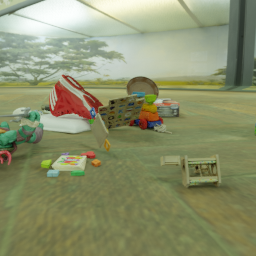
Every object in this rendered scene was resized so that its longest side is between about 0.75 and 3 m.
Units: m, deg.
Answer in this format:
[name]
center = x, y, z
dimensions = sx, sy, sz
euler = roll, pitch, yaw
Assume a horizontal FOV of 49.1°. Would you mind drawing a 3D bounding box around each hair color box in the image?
[hair color box]
center = 1.766, -1.076, 14.480
dimensions = 1.292, 0.745, 2.329
euler = 0, 12, -4

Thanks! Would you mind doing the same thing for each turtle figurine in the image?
[turtle figurine]
center = -3.205, 0.081, 6.798
dimensions = 2.200, 1.480, 2.939
euler = 13, -4, 1

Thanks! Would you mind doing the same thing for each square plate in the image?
[square plate]
center = -2.372, -0.346, 11.631
dimensions = 2.927, 0.420, 2.955
euler = 7, 13, 30

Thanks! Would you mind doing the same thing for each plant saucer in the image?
[plant saucer]
center = 0.688, -1.779, 13.679
dimensions = 1.632, 1.632, 0.299
euler = -3, -24, -14

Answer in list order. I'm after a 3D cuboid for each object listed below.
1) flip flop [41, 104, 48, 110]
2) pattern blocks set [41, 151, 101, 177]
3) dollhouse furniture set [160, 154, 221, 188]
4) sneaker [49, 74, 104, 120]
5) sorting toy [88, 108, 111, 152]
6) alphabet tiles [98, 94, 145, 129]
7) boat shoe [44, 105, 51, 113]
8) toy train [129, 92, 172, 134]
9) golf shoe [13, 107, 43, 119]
[flip flop]
center = -4.049, -1.318, 16.026
dimensions = 2.103, 0.605, 0.853
euler = 5, 12, 23
[pattern blocks set]
center = -1.324, 0.802, 6.530
dimensions = 1.348, 0.124, 1.534
euler = -3, 12, -12
[dollhouse furniture set]
center = 1.143, 0.893, 5.557
dimensions = 1.057, 0.587, 0.934
euler = -1, -13, -4
[sneaker]
center = -1.961, -0.695, 10.821
dimensions = 2.607, 1.506, 1.021
euler = 47, 20, 10
[sorting toy]
center = -0.733, 0.074, 7.567
dimensions = 0.182, 0.753, 1.337
euler = -9, 58, -32
[alphabet tiles]
center = -0.277, -0.520, 9.842
dimensions = 1.611, 0.061, 1.936
euler = -12, -27, -15
[boat shoe]
center = -2.965, -1.159, 14.567
dimensions = 2.835, 0.853, 1.011
euler = 1, 11, 3
[toy train]
center = 0.913, -0.659, 10.689
dimensions = 1.005, 1.374, 2.374
euler = -8, 14, -33
[golf shoe]
center = -4.513, -0.545, 12.243
dimensions = 1.591, 0.623, 0.774
euler = 3, 17, 20
